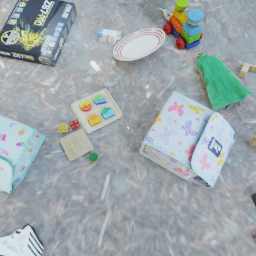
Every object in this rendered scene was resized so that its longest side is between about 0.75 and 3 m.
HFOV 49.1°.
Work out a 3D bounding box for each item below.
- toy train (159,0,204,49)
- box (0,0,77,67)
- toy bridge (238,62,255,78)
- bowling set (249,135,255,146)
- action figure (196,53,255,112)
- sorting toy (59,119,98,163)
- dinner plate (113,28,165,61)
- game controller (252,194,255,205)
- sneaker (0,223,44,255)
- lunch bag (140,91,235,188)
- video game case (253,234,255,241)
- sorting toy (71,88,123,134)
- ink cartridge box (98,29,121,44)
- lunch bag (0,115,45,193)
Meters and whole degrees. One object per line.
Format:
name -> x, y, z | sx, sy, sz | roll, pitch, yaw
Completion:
toy train -> 1.930, -4.425, 10.860 | 1.075, 1.469, 2.539 | -28, 68, -13
box -> -3.559, -3.904, 11.041 | 2.321, 0.707, 2.879 | 14, 65, 3
toy bridge -> 5.448, -1.774, 10.212 | 2.801, 0.381, 0.941 | 28, 65, 13
bowling set -> 4.742, 0.481, 8.916 | 1.470, 0.789, 1.023 | 39, 71, 16
action figure -> 3.185, -1.801, 10.047 | 1.547, 0.716, 2.619 | -17, 59, -7
sorting toy -> -1.691, 0.526, 9.168 | 0.841, 0.295, 1.744 | -27, 68, -12
dinner plate -> 0.427, -3.100, 10.552 | 2.064, 0.250, 2.064 | -16, 42, 15
game controller -> 4.069, 2.350, 8.405 | 0.429, 0.173, 0.823 | -5, 64, -19
sneaker -> -3.325, 3.148, 7.777 | 2.109, 0.796, 1.214 | 22, 58, 2
lunch bag -> 1.904, 0.364, 8.589 | 2.432, 1.546, 2.062 | 31, 71, 6
video game case -> 4.183, 3.238, 7.953 | 0.937, 0.168, 0.849 | -24, 67, -11
sorting toy -> -1.103, -0.632, 9.735 | 1.439, 0.262, 1.332 | -29, 68, -13
ink cartridge box -> -0.727, -3.590, 11.016 | 0.829, 0.481, 0.281 | 9, 65, 4
lunch bag -> -3.848, 0.751, 8.560 | 1.747, 1.251, 2.051 | 22, 77, 6
